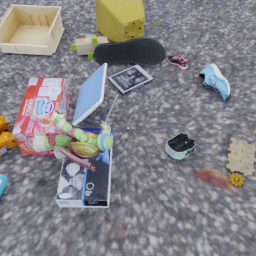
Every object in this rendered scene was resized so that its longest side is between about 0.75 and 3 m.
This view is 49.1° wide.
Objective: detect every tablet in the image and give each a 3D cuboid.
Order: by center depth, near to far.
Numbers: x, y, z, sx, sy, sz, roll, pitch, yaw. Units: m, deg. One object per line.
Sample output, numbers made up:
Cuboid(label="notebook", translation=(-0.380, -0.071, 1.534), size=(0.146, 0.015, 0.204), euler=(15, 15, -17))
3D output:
Cuboid(label="tablet", translation=(-1.220, -1.145, 9.198), size=(0.150, 1.428, 2.195), euler=(36, 33, -28))

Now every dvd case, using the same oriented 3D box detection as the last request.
Cuboid(label="dvd case", translation=(0.102, -1.899, 10.952), size=(1.435, 0.177, 1.078), euler=(-28, 56, -21))

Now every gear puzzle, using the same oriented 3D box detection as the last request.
Cuboid(label="gear puzzle", translation=(3.436, 1.084, 8.577), size=(0.854, 0.216, 1.649), euler=(17, 56, 10))

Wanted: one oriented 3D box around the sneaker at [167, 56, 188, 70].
Cuboid(label="sneaker", translation=(2.054, -2.803, 11.492), size=(0.985, 0.470, 0.389), euler=(32, 60, 25))

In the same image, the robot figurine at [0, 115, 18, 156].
Cuboid(label="robot figurine", translation=(-4.743, 0.575, 8.652), size=(2.351, 0.684, 1.705), euler=(-28, 56, -21))

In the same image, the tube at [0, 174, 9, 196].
Cuboid(label="tube", translation=(-3.966, 2.250, 7.459), size=(0.850, 0.553, 2.196), euler=(9, 57, 15))

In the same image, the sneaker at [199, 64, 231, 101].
Cuboid(label="sneaker", translation=(3.259, -1.604, 10.545), size=(0.811, 0.707, 1.803), euler=(-25, 50, 6))

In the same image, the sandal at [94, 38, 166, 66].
Cuboid(label="sandal", translation=(0.084, -3.157, 11.463), size=(2.932, 1.102, 0.702), euler=(1, 27, 2))

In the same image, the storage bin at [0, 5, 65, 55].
Cuboid(label="storage bin", translation=(-4.230, -4.298, 12.290), size=(2.308, 1.082, 2.292), euler=(4, 51, 3))

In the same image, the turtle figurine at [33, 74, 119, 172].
Cuboid(label="turtle figurine", translation=(-1.325, -0.037, 7.390), size=(2.237, 2.307, 1.660), euler=(-15, 6, 33))

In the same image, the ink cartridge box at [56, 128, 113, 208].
Cuboid(label="ink cartridge box", translation=(-1.207, 0.953, 8.448), size=(1.426, 0.562, 2.868), euler=(-1, 50, 0))

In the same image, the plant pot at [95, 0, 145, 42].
Cuboid(label="plant pot", translation=(-0.194, -4.786, 12.317), size=(1.815, 1.803, 1.856), euler=(-24, 61, -18))

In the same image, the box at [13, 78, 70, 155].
Cuboid(label="box", translation=(-2.712, -0.410, 9.113), size=(1.227, 1.175, 2.461), euler=(-1, 51, 0))

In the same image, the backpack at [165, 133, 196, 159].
Cuboid(label="backpack", translation=(1.569, 0.600, 8.657), size=(0.812, 0.611, 0.721), euler=(-20, 50, -31))

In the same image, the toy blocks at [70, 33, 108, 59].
Cuboid(label="toy blocks", translation=(-1.560, -3.652, 12.046), size=(1.766, 0.882, 1.207), euler=(-7, 40, -7))
